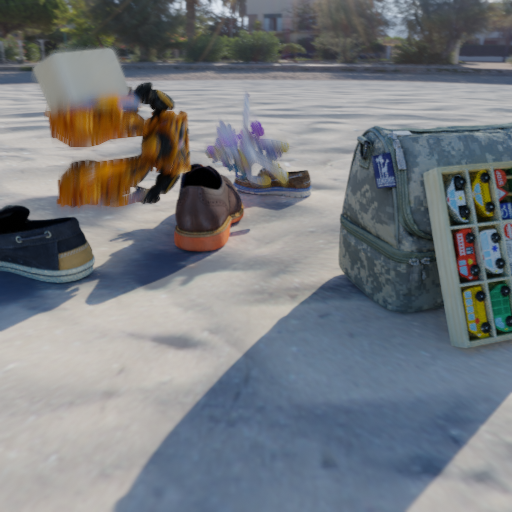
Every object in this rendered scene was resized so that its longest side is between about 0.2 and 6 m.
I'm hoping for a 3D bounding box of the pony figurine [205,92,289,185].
[{"bbox_3d":[-0.207,-2.442,12.369,1.853,1.543,1.789,18,54,-21],"label":"pony figurine"}]

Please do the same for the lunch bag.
[{"bbox_3d":[2.813,-0.748,8.492,2.988,2.506,2.082,-7,23,-17],"label":"lunch bag"}]

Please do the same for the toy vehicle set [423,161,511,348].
[{"bbox_3d":[3.017,-0.055,7.246,1.412,2.273,0.301,-8,-2,-18],"label":"toy vehicle set"}]

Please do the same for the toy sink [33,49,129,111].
[{"bbox_3d":[-2.814,-2.810,9.050,0.672,0.782,1.200,-10,15,39],"label":"toy sink"}]

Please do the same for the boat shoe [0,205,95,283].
[{"bbox_3d":[-4.256,-0.345,9.492,3.404,1.059,1.270,8,25,22],"label":"boat shoe"}]

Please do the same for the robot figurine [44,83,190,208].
[{"bbox_3d":[-2.094,-1.785,9.415,0.854,2.126,2.933,9,21,31],"label":"robot figurine"}]

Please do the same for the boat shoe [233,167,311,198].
[{"bbox_3d":[0.398,-1.919,13.841,2.001,0.724,0.723,6,22,14],"label":"boat shoe"}]

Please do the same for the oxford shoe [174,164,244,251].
[{"bbox_3d":[-0.910,-1.308,11.505,1.295,1.319,3.637,0,22,0],"label":"oxford shoe"}]
